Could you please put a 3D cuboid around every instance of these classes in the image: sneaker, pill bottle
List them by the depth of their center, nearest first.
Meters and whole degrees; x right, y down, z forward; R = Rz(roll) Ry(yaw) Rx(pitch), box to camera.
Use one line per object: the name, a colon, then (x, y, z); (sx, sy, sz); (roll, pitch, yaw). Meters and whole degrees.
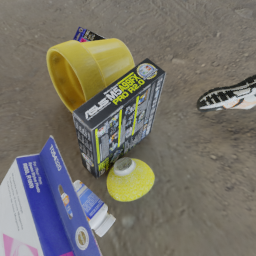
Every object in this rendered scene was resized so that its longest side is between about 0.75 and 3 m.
pill bottle: (-0.962, 1.939, 6.688); (1.320, 0.740, 0.740); (41, 64, 5)
sneaker: (3.273, -0.844, 8.579); (2.296, 0.919, 0.846); (-16, 38, 15)

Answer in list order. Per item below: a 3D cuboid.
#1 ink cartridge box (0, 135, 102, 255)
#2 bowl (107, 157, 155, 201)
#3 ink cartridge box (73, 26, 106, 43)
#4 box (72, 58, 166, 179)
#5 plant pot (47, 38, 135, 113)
ink cartridge box: (-1.863, 2.009, 5.401); (0.599, 2.768, 2.718); (5, 42, -44)
bowl: (-0.016, 1.149, 7.073); (1.251, 0.673, 1.251); (-15, 31, 9)
ink cartridge box: (-1.208, -2.884, 9.539); (1.405, 0.260, 0.665); (27, 94, 3)
box: (-0.204, -0.098, 6.945); (2.213, 2.762, 0.611); (-39, 69, -22)
plant pot: (-0.991, -1.683, 8.439); (2.056, 2.186, 2.186); (-30, 61, -26)
